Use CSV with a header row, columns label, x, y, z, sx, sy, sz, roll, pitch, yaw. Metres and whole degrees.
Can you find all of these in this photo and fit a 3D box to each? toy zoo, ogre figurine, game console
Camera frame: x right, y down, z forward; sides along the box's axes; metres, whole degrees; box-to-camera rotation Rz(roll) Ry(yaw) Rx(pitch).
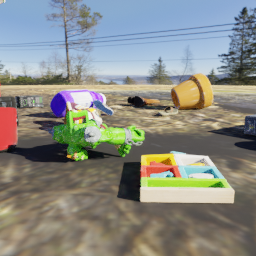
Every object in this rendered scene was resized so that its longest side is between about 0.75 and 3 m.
label,x,y,z,sx,sy,sz,roll,pitch,yaw
toy zoo,0.766,0.670,4.262,1.153,0.180,1.758,0,11,3
ogre figurine,-0.720,0.133,5.304,1.096,0.897,1.828,6,15,-47
game console,-4.053,0.204,6.550,2.801,1.662,2.414,-3,-20,-20

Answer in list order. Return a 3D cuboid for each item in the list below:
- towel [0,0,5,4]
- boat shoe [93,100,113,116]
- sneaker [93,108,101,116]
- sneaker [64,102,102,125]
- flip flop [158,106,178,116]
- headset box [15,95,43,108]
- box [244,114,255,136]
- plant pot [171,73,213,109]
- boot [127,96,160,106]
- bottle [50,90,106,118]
label,x,y,z,sx,sy,sz,roll,pitch,yaw
towel,-3.659,-3.100,7.040,1.433,0.168,1.093,-49,15,-22
boat shoe,-0.974,-0.800,10.978,0.894,0.323,0.324,38,10,-9
sneaker,-1.261,-0.510,9.767,0.613,0.458,1.366,-7,9,-11
sneaker,-1.386,-0.325,8.433,0.897,0.746,1.992,5,15,-21
flip flop,1.595,-0.683,11.081,1.147,0.330,0.465,-10,15,-44
headset box,-4.878,-1.328,13.933,1.180,0.547,1.027,-7,12,-34
box,4.340,-0.088,7.347,2.070,0.528,1.632,-7,12,-36
plant pot,2.822,-1.538,12.828,1.477,1.613,1.613,-18,14,-9
boot,0.968,-1.326,14.622,1.567,0.537,1.475,2,0,-29
bottle,-1.839,-1.010,11.039,1.043,0.815,2.497,-42,-14,30
